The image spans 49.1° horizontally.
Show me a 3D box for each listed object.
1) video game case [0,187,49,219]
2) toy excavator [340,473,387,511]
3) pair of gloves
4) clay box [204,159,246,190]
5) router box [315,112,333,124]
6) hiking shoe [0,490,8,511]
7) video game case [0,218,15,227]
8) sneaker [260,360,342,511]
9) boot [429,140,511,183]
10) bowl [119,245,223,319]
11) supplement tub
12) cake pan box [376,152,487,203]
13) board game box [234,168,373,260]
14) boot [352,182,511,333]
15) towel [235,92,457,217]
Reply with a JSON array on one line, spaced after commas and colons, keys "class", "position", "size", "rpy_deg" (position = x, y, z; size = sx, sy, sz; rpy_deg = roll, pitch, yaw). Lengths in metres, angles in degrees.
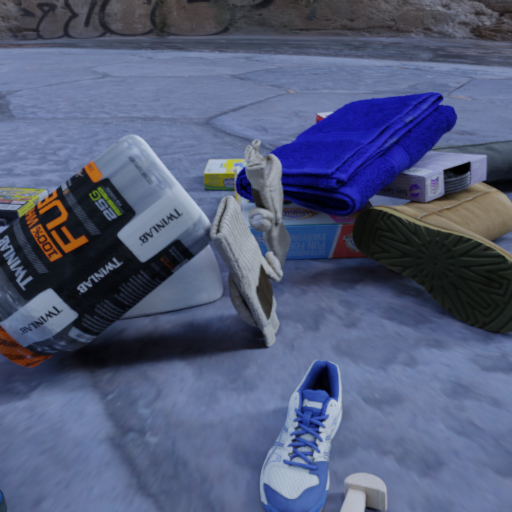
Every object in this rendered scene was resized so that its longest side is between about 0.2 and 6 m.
[{"class": "video game case", "position": [-5.152, -1.098, 11.406], "size": [1.377, 0.176, 1.244], "rpy_deg": [3, 28, 8]}, {"class": "toy excavator", "position": [0.926, 2.347, 4.411], "size": [1.281, 0.658, 1.317], "rpy_deg": [-20, 24, -36]}, {"class": "pair of gloves", "position": [0.108, -0.258, 7.608], "size": [0.428, 2.077, 2.443], "rpy_deg": [-3, 38, 17]}, {"class": "clay box", "position": [-0.204, -1.888, 12.957], "size": [1.902, 0.453, 1.093], "rpy_deg": [1, 27, 2]}, {"class": "router box", "position": [3.326, -3.770, 16.538], "size": [2.500, 0.611, 2.244], "rpy_deg": [-8, 28, -15]}, {"class": "hiking shoe", "position": [-2.985, 1.530, 4.888], "size": [1.331, 1.551, 3.577], "rpy_deg": [-22, 34, -37]}, {"class": "video game case", "position": [-5.218, -0.854, 11.266], "size": [0.898, 0.127, 0.994], "rpy_deg": [3, 28, 6]}, {"class": "sneaker", "position": [0.453, 1.704, 5.433], "size": [0.662, 0.775, 1.759], "rpy_deg": [8, 29, 12]}, {"class": "boot", "position": [5.299, -1.982, 12.199], "size": [3.646, 1.323, 3.315], "rpy_deg": [-1, 12, -17]}, {"class": "bowl", "position": [-1.838, -0.031, 8.794], "size": [2.404, 0.899, 2.408], "rpy_deg": [-9, 29, -15]}, {"class": "supplement tub", "position": [-1.995, -0.027, 6.723], "size": [2.718, 1.665, 1.665], "rpy_deg": [-40, 35, -3]}, {"class": "cake pan box", "position": [2.836, -1.479, 10.039], "size": [1.812, 0.515, 1.967], "rpy_deg": [-22, 24, -34]}, {"class": "board game box", "position": [0.848, -0.932, 10.819], "size": [2.460, 0.648, 3.215], "rpy_deg": [-2, 27, -3]}, {"class": "boot", "position": [3.589, -0.322, 9.076], "size": [2.998, 1.132, 3.424], "rpy_deg": [37, 35, 29]}, {"class": "towel", "position": [1.558, -1.935, 9.679], "size": [2.562, 0.860, 3.469], "rpy_deg": [15, 42, 42]}]
